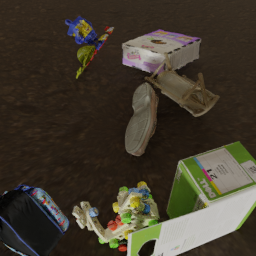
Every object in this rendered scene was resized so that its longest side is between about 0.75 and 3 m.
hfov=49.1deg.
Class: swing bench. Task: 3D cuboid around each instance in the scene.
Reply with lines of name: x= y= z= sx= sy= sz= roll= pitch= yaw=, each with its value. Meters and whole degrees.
swing bench: x=1.701 y=-1.249 z=8.749 sx=1.066 sy=1.642 sz=1.634 roll=-51 pitch=50 yaw=6

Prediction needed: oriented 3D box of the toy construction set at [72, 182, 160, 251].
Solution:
toy construction set: x=-0.186 y=1.703 z=5.264 sx=1.842 sy=1.208 sz=0.848 roll=-26 pitch=41 yaw=32

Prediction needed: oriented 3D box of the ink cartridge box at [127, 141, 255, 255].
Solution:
ink cartridge box: x=1.020 y=1.482 z=5.134 sx=2.549 sy=1.884 sz=0.966 roll=-15 pitch=49 yaw=-15

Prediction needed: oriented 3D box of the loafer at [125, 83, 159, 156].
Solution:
loafer: x=0.531 y=-0.229 z=7.900 sx=0.877 sy=0.767 sz=2.439 roll=-27 pitch=40 yaw=39

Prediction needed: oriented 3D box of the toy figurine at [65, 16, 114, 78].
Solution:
toy figurine: x=-1.822 y=-3.342 z=10.522 sx=1.608 sy=1.416 sz=2.684 roll=36 pitch=46 yaw=-12

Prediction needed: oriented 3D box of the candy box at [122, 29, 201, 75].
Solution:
candy box: x=1.281 y=-2.938 z=10.707 sx=1.995 sy=0.851 sz=2.378 roll=27 pitch=43 yaw=34

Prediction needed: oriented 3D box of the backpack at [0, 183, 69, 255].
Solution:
backpack: x=-1.998 y=1.705 z=5.221 sx=1.438 sy=1.313 sz=0.967 roll=-9 pitch=31 yaw=47
